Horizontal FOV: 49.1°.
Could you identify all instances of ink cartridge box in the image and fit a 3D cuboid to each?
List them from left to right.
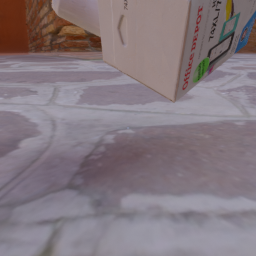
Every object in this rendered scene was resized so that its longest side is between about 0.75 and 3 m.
[{"bbox_3d":[1.012,-2.201,5.234,1.917,1.926,2.626,36,58,27],"label":"ink cartridge box"}]

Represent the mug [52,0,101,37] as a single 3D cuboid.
[{"bbox_3d":[-0.935,-2.662,5.858,1.125,1.098,1.371,14,32,-13],"label":"mug"}]
